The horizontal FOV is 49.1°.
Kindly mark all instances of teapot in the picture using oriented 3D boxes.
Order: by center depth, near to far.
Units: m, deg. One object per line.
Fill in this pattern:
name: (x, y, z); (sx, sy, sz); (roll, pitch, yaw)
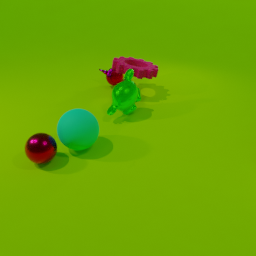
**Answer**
teapot: (-0.611, -2.123, 11.364); (1.209, 0.752, 0.592); (20, 8, -31)

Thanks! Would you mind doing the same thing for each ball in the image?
ball: (-2.253, 0.526, 7.272); (0.819, 0.819, 0.819); (0, 32, 0)
ball: (-1.365, 0.041, 7.710); (1.144, 1.144, 1.144); (0, 32, 0)

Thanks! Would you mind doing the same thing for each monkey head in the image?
monkey head: (-0.217, -1.094, 9.364); (1.221, 1.022, 1.697); (19, 80, 39)

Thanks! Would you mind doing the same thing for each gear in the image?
gear: (0.271, -2.295, 10.584); (1.736, 0.321, 1.736); (9, 27, -5)
